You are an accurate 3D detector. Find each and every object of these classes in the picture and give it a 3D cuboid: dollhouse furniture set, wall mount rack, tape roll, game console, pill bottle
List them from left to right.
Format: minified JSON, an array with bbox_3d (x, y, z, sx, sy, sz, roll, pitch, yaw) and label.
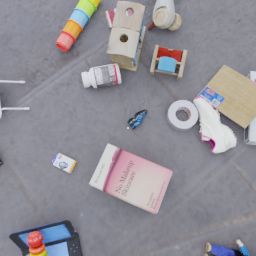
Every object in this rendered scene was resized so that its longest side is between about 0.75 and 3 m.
[{"bbox_3d":[-5.054,-1.210,11.241,1.828,0.785,2.104,-15,77,0],"label":"wall mount rack"},{"bbox_3d":[-2.762,4.258,9.620,2.102,1.243,1.794,-13,76,-2],"label":"game console"},{"bbox_3d":[-1.080,-2.084,11.368,1.511,0.837,0.837,-11,77,-3],"label":"pill bottle"},{"bbox_3d":[0.914,-3.308,10.859,2.887,2.035,2.023,12,88,4],"label":"dollhouse furniture set"},{"bbox_3d":[2.174,-0.503,11.214,1.195,0.395,1.195,0,77,1],"label":"tape roll"}]

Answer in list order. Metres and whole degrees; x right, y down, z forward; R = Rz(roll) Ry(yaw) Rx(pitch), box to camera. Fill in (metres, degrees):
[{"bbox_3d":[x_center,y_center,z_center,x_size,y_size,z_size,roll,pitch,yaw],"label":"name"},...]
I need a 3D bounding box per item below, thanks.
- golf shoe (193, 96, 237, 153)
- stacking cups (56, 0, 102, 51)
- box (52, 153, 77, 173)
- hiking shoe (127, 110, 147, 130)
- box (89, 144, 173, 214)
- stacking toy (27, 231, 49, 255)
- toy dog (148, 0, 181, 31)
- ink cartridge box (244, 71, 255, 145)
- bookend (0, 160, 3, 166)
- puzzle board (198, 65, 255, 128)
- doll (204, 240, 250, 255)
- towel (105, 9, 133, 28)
[{"bbox_3d":[3.141,-0.116,10.889,1.104,0.908,2.412,-33,74,2],"label":"golf shoe"},{"bbox_3d":[-2.076,-4.623,11.990,0.881,0.881,2.913,24,79,6],"label":"stacking cups"},{"bbox_3d":[-2.490,1.348,10.881,0.868,0.180,0.517,25,78,8],"label":"box"},{"bbox_3d":[0.427,-0.361,11.261,0.984,0.366,0.427,-38,110,-15],"label":"hiking shoe"},{"bbox_3d":[0.111,1.841,10.128,2.520,1.373,1.611,22,77,5],"label":"box"},{"bbox_3d":[-2.967,4.286,9.269,0.791,0.791,1.853,-9,103,-2],"label":"stacking toy"},{"bbox_3d":[1.290,-5.337,11.952,1.373,1.880,2.850,-11,67,37],"label":"toy dog"},{"bbox_3d":[6.012,-0.687,11.141,2.555,0.641,2.943,6,76,3],"label":"ink cartridge box"},{"bbox_3d":[-5.595,0.934,10.315,1.479,1.470,0.681,44,79,9],"label":"bookend"},{"bbox_3d":[4.215,-1.288,11.117,2.305,0.201,1.737,41,90,27],"label":"puzzle board"},{"bbox_3d":[3.766,4.634,9.916,1.990,0.482,1.358,15,77,4],"label":"doll"},{"bbox_3d":[-0.363,-4.940,12.440,1.178,0.134,0.848,-15,79,-2],"label":"towel"}]
